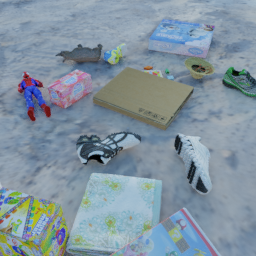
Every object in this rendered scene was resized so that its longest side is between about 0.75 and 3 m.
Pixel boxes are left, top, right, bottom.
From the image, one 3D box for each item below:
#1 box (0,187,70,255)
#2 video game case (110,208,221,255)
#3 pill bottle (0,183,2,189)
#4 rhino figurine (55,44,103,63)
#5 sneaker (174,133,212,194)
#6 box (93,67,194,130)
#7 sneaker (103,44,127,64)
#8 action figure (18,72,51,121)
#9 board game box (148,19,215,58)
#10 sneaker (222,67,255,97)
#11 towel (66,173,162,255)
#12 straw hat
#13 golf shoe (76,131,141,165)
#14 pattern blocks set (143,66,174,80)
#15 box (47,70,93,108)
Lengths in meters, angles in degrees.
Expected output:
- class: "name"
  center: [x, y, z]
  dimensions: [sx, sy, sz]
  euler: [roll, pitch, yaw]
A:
- class: "box"
  center: [-1.913, 1.980, 5.329]
  dimensions: [1.273, 1.321, 0.806]
  euler: [12, 42, 14]
- class: "video game case"
  center: [0.516, 2.879, 4.746]
  dimensions: [2.790, 0.243, 1.995]
  euler: [-24, 61, -25]
- class: "pill bottle"
  center: [-3.758, 1.620, 5.883]
  dimensions: [2.091, 1.158, 1.158]
  euler: [-24, 46, -25]
- class: "rhino figurine"
  center: [-2.061, -3.110, 11.758]
  dimensions: [2.003, 0.599, 0.876]
  euler: [-3, 41, -1]
- class: "sneaker"
  center: [1.813, 0.835, 7.194]
  dimensions: [0.771, 0.714, 1.901]
  euler: [1, 41, -12]
- class: "box"
  center: [0.557, -1.150, 9.652]
  dimensions: [2.785, 0.296, 2.277]
  euler: [22, 48, 24]
- class: "sneaker"
  center: [-0.593, -3.244, 11.958]
  dimensions: [0.726, 0.523, 1.382]
  euler: [15, 44, 18]
- class: "action figure"
  center: [-3.301, -1.254, 9.634]
  dimensions: [0.852, 0.673, 2.604]
  euler: [-21, 43, -16]
- class: "board game box"
  center: [2.551, -4.249, 13.071]
  dimensions: [2.602, 0.564, 2.589]
  euler: [13, 44, 14]
- class: "sneaker"
  center: [4.218, -1.646, 9.965]
  dimensions: [1.707, 0.727, 0.666]
  euler: [27, 48, 27]
- class: "towel"
  center: [-0.201, 1.878, 6.084]
  dimensions: [1.775, 0.499, 2.073]
  euler: [7, 41, 7]
- class: "straw hat"
  center: [2.673, -2.174, 10.744]
  dimensions: [1.190, 0.504, 1.190]
  euler: [5, 48, -5]
- class: "golf shoe"
  center: [-0.477, 0.593, 7.570]
  dimensions: [1.790, 0.696, 0.846]
  euler: [-7, 63, -9]
- class: "pattern blocks set"
  center: [0.886, -2.047, 10.877]
  dimensions: [1.641, 0.133, 1.442]
  euler: [-12, 43, -14]
- class: "box"
  center: [-1.965, -1.364, 9.661]
  dimensions: [0.725, 0.669, 1.414]
  euler: [25, 47, 29]
